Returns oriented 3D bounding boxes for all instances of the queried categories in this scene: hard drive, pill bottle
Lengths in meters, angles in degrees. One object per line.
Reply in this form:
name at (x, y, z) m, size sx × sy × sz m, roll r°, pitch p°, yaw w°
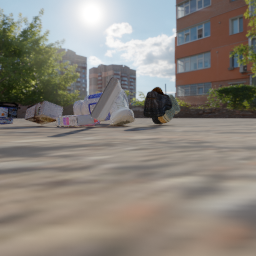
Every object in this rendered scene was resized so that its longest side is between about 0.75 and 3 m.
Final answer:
hard drive at (-0.649, -0.871, 9.016) m, size 0.263 × 1.320 × 2.001 m, roll 29°, pitch 2°, yaw 1°
pill bottle at (-1.361, -1.043, 14.156) m, size 2.580 × 1.446 × 1.446 m, roll -9°, pitch 0°, yaw 16°

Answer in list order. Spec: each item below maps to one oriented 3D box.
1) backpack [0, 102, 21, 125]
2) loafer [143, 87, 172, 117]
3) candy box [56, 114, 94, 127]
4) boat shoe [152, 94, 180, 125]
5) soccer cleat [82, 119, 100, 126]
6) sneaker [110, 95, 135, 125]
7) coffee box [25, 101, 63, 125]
backpack at (-3.697, -0.438, 7.994) m, size 0.880 × 0.678 × 0.839 m, roll 4°, pitch -4°, yaw 30°
loafer at (1.174, -1.093, 10.457) m, size 0.911 × 0.905 × 2.504 m, roll 2°, pitch 16°, yaw 13°
candy box at (-1.842, -0.262, 9.760) m, size 1.021 × 0.365 × 0.856 m, roll -2°, pitch 4°, yaw 33°
boat shoe at (1.699, -0.834, 12.528) m, size 0.820 × 0.983 × 2.634 m, roll -26°, pitch 10°, yaw 29°
soccer cleat at (-1.458, -0.209, 10.638) m, size 0.992 × 0.379 × 0.331 m, roll -17°, pitch 31°, yaw 42°
sneaker at (-0.372, -0.730, 11.127) m, size 0.948 × 1.209 × 2.432 m, roll -8°, pitch 2°, yaw -12°
coffee box at (-3.109, -0.538, 10.291) m, size 1.344 × 0.536 × 0.759 m, roll -9°, pitch -22°, yaw 43°
